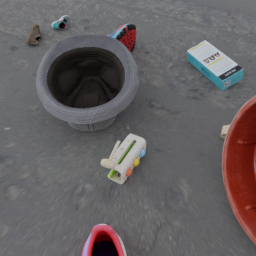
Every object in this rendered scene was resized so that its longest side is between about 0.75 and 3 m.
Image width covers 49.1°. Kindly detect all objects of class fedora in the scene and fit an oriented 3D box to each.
[{"bbox_3d":[-1.042,-1.071,7.627,2.637,1.346,2.981,-10,55,-7],"label":"fedora"}]

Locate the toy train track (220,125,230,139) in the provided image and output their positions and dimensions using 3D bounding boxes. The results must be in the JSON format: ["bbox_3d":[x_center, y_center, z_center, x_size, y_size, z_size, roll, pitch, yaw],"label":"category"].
[{"bbox_3d":[3.799,0.358,6.889,2.875,0.468,1.649,15,48,14],"label":"toy train track"}]

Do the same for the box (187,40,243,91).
[{"bbox_3d":[2.765,-2.060,9.054,0.778,0.465,1.891,-30,52,-4],"label":"box"}]

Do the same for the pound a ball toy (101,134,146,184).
[{"bbox_3d":[-0.038,0.669,6.327,0.547,0.839,1.287,22,49,20],"label":"pound a ball toy"}]

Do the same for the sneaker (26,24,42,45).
[{"bbox_3d":[-3.517,-3.534,10.723,0.463,0.432,1.226,15,49,-11],"label":"sneaker"}]

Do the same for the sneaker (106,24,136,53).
[{"bbox_3d":[-0.793,-2.900,9.569,1.332,1.106,2.788,27,51,25],"label":"sneaker"}]

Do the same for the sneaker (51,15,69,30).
[{"bbox_3d":[-2.608,-4.260,11.348,0.533,0.369,0.882,29,61,31],"label":"sneaker"}]

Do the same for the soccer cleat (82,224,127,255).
[{"bbox_3d":[-0.231,2.861,4.048,0.961,1.102,2.881,-7,46,-7],"label":"soccer cleat"}]

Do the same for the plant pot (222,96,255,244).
[{"bbox_3d":[3.711,0.706,4.861,2.791,2.870,2.870,-3,45,-21],"label":"plant pot"}]
